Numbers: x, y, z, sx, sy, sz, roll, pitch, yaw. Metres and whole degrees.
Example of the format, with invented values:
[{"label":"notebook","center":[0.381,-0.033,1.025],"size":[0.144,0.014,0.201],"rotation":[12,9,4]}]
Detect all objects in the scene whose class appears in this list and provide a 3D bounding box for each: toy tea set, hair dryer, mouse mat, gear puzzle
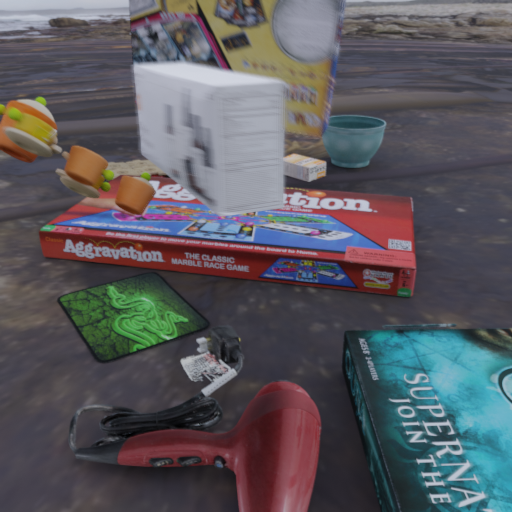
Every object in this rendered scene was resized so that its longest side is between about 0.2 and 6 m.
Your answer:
[{"label":"toy tea set","center":[-1.865,-1.111,5.967],"size":[1.086,0.676,1.826],"rotation":[10,-17,44]},{"label":"hair dryer","center":[-0.363,1.695,4.796],"size":[1.923,0.686,2.525],"rotation":[-32,33,-20]},{"label":"mouse mat","center":[-1.617,0.709,7.213],"size":[1.458,0.068,1.812],"rotation":[-16,31,-30]},{"label":"gear puzzle","center":[-2.076,-1.836,12.256],"size":[2.532,0.332,1.311],"rotation":[-10,25,-27]}]

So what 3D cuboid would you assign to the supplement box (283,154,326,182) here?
[{"label":"supplement box","center":[1.000,-1.960,12.396],"size":[0.937,0.344,0.590],"rotation":[23,35,38]}]

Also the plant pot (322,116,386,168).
[{"label":"plant pot","center":[2.224,-2.632,13.052],"size":[1.484,0.994,1.484],"rotation":[-1,26,0]}]

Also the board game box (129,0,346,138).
[{"label":"board game box","center":[-0.396,-3.408,9.205],"size":[3.440,2.330,0.595],"rotation":[14,36,13]}]

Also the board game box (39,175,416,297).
[{"label":"board game box","center":[-0.279,-0.514,9.207],"size":[5.539,0.539,2.851],"rotation":[6,25,12]}]

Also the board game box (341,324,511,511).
[{"label":"board game box","center":[2.381,1.876,4.167],"size":[2.841,0.591,4.201],"rotation":[-1,26,-2]}]

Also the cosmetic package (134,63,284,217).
[{"label":"cosmetic package","center":[-0.739,-1.619,6.990],"size":[0.831,1.355,3.283],"rotation":[-9,23,-23]}]
